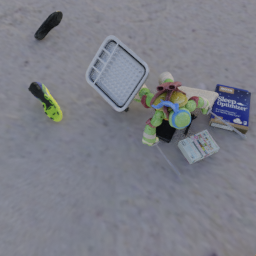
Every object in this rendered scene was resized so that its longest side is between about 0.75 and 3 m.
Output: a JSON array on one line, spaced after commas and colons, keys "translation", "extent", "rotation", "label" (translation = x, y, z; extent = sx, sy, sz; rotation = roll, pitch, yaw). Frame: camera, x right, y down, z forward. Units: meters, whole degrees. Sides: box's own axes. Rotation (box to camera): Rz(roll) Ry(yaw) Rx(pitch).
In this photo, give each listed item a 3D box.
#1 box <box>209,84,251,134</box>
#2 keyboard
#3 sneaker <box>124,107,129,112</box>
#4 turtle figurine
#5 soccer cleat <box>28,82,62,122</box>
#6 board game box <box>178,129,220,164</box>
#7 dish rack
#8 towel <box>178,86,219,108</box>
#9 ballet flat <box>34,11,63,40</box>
[{"translation": [3.092, -0.690, 8.411], "extent": [1.054, 0.282, 1.740], "rotation": [14, 56, 9], "label": "box"}, {"translation": [1.403, -0.200, 8.126], "extent": [1.004, 0.163, 1.581], "rotation": [23, 58, 14], "label": "keyboard"}, {"translation": [-0.068, -0.895, 8.499], "extent": [0.412, 0.345, 0.930], "rotation": [-15, 56, -10], "label": "sneaker"}, {"translation": [1.181, -0.293, 7.562], "extent": [2.594, 1.867, 2.516], "rotation": [28, 22, -30], "label": "turtle figurine"}, {"translation": [-2.344, -0.810, 8.322], "extent": [0.480, 0.621, 1.485], "rotation": [-45, 76, 17], "label": "soccer cleat"}, {"translation": [1.902, 0.505, 7.569], "extent": [0.887, 0.285, 0.654], "rotation": [-22, 62, -13], "label": "board game box"}, {"translation": [-0.278, -1.553, 8.086], "extent": [1.872, 1.607, 0.408], "rotation": [46, 24, 25], "label": "dish rack"}, {"translation": [1.899, -0.888, 8.235], "extent": [1.314, 0.227, 0.871], "rotation": [15, 40, 26], "label": "towel"}, {"translation": [-2.936, -3.804, 10.270], "extent": [0.402, 0.471, 1.416], "rotation": [25, 70, 41], "label": "ballet flat"}]
